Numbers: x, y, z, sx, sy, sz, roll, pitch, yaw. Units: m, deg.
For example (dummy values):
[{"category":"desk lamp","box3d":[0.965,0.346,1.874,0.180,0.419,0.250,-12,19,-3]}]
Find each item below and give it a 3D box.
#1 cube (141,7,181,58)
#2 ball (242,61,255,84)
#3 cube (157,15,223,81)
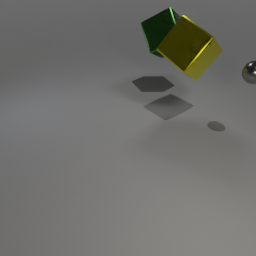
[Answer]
[{"category":"cube","box3d":[1.611,-3.988,11.933,1.400,1.400,1.400,-19,-5,28]},{"category":"ball","box3d":[3.794,-1.664,8.412,0.700,0.700,0.700,0,32,0]},{"category":"cube","box3d":[2.138,-2.697,9.663,1.400,1.400,1.400,48,19,24]}]
